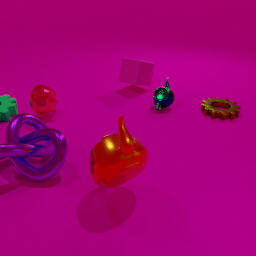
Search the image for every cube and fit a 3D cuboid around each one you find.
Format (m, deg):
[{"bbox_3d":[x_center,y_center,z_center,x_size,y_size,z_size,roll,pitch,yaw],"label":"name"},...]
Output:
[{"bbox_3d":[0.302,-1.933,9.734,0.825,0.825,0.825,20,15,40],"label":"cube"}]

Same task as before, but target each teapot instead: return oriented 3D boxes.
[{"bbox_3d":[-2.335,-0.805,7.872,0.679,1.387,0.863,4,68,7],"label":"teapot"},{"bbox_3d":[1.075,-1.000,8.534,0.688,0.542,1.107,13,69,27],"label":"teapot"},{"bbox_3d":[-0.204,0.484,5.040,1.110,1.785,0.874,-18,64,-27],"label":"teapot"}]

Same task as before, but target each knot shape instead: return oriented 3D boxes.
[{"bbox_3d":[-2.261,0.416,5.951,1.681,0.830,1.796,-13,37,-27],"label":"knot shape"}]

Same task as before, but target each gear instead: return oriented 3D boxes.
[{"bbox_3d":[-4.132,-0.514,8.173,1.685,0.312,1.685,0,30,0],"label":"gear"},{"bbox_3d":[2.782,-0.595,8.429,1.115,0.206,1.115,0,30,0],"label":"gear"}]
